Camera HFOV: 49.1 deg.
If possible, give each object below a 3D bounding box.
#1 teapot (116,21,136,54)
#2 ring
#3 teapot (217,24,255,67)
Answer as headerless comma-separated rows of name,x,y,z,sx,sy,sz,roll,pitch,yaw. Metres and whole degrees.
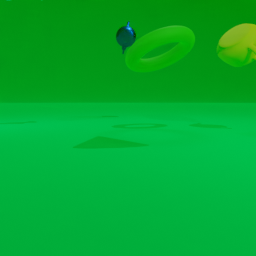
teapot,-0.088,-3.525,10.966,0.793,1.276,0.625,10,17,-4
ring,0.776,-1.874,6.825,1.754,0.351,1.754,-18,-11,-3
teapot,2.729,-1.952,6.799,1.067,0.840,1.717,-40,29,10
